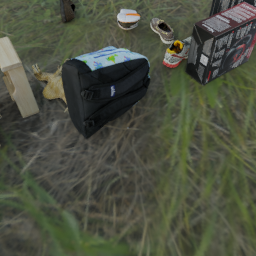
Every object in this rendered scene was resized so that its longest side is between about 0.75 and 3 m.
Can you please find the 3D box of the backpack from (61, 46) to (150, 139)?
[{"bbox_3d":[-0.514,-1.267,7.845,2.632,2.147,2.024,-24,41,-25],"label":"backpack"}]

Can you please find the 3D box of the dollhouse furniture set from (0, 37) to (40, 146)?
[{"bbox_3d":[-4.193,-0.913,7.561,2.895,1.923,2.537,-24,55,-18],"label":"dollhouse furniture set"}]

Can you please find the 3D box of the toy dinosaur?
[{"bbox_3d":[-2.005,-1.341,8.833,1.417,0.816,2.802,-40,52,-10],"label":"toy dinosaur"}]

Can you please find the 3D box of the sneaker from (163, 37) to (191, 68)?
[{"bbox_3d":[1.922,-2.792,9.869,0.671,0.708,1.723,33,57,23],"label":"sneaker"}]

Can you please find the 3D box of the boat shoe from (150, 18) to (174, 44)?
[{"bbox_3d":[1.332,-3.912,10.923,0.568,0.470,1.580,-15,53,-12],"label":"boat shoe"}]

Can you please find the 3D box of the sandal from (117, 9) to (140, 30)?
[{"bbox_3d":[0.034,-4.279,11.194,0.849,0.635,2.216,5,30,0],"label":"sandal"}]

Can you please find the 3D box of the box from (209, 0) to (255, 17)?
[{"bbox_3d":[3.721,-4.110,10.036,1.477,2.092,0.825,9,52,7],"label":"box"}]

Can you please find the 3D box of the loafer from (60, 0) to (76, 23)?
[{"bbox_3d":[-2.535,-5.100,11.845,0.633,0.648,1.776,-6,61,-10],"label":"loafer"}]

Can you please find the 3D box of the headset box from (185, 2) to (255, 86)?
[{"bbox_3d":[3.200,-2.771,9.103,2.503,1.861,0.939,-29,56,-20],"label":"headset box"}]
